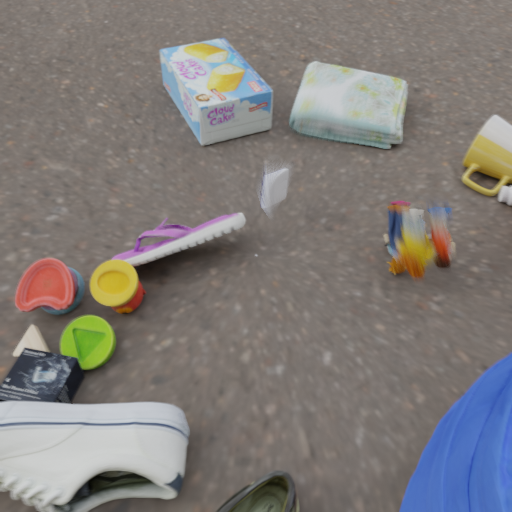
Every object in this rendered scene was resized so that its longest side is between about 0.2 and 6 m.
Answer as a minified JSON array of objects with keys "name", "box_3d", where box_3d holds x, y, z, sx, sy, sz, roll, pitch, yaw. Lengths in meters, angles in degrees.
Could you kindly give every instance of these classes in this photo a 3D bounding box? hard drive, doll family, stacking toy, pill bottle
[{"name":"hard drive","box_3d":[0.328,-1.189,9.767,0.107,0.558,0.846,14,22,23]},{"name":"doll family","box_3d":[2.394,-0.230,8.966,0.803,1.107,1.783,-10,13,-14]},{"name":"stacking toy","box_3d":[-2.676,0.906,8.547,1.838,0.776,1.663,5,72,9]},{"name":"pill bottle","box_3d":[4.948,-1.103,10.474,0.702,0.394,0.394,11,46,11]}]

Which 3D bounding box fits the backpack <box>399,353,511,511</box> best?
[{"name":"backpack","box_3d":[3.742,2.386,4.593,4.333,3.636,3.521,36,48,18]}]

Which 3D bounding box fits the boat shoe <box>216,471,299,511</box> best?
[{"name":"boat shoe","box_3d":[-0.483,3.331,5.739,0.983,0.904,2.751,28,52,25]}]

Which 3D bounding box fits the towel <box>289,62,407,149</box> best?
[{"name":"towel","box_3d":[2.112,-3.354,12.431,2.430,0.585,2.080,14,52,6]}]

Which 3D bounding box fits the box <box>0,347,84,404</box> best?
[{"name":"box","box_3d":[-2.917,1.767,7.581,0.824,0.492,0.838,9,45,8]}]

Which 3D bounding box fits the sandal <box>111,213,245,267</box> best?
[{"name":"sandal","box_3d":[-1.353,-0.366,9.298,2.377,0.584,0.967,-20,6,-15]}]

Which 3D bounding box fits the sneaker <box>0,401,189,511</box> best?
[{"name":"sneaker","box_3d":[-2.368,2.403,6.485,3.165,1.156,1.120,-5,43,-5]}]

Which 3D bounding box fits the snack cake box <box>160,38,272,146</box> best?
[{"name":"snack cake box","box_3d":[-0.970,-3.804,12.723,1.670,0.976,2.905,-16,47,-17]}]

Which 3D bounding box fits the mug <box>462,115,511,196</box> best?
[{"name":"mug","box_3d":[4.795,-1.871,10.983,1.142,1.391,1.114,35,22,19]}]
